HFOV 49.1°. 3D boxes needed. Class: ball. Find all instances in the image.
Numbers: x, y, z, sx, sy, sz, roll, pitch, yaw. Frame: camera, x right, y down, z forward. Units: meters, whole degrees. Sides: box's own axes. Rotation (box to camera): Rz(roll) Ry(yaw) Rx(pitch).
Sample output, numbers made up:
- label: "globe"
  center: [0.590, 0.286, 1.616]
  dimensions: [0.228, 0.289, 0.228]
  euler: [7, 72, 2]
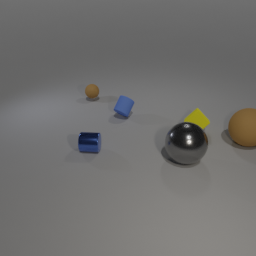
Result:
- label: "ball"
  center: [4.380, -0.025, 10.166]
  dimensions: [1.400, 1.400, 1.400]
  euler: [0, 29, 0]
- label: "ball"
  center: [-1.758, -1.806, 13.734]
  dimensions: [0.700, 0.700, 0.700]
  euler: [0, 29, 0]
- label: "ball"
  center: [1.921, 0.495, 9.233]
  dimensions: [1.400, 1.400, 1.400]
  euler: [0, 29, 0]

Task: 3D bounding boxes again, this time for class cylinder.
- label: "cylinder"
  center: [-1.349, 0.500, 9.954]
  dimensions: [0.700, 0.700, 0.700]
  euler: [2, 30, 5]
- label: "cylinder"
  center: [-0.173, -0.951, 12.163]
  dimensions: [0.700, 0.700, 0.700]
  euler: [25, -8, 4]

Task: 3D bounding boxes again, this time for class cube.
- label: "cube"
  center: [2.670, -0.271, 10.876]
  dimensions: [0.700, 0.700, 0.700]
  euler: [48, 16, 1]
